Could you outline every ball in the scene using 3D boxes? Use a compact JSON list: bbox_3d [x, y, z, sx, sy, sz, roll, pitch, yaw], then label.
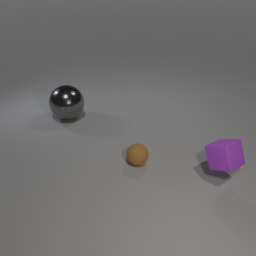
[{"bbox_3d":[0.297,0.828,8.767,0.700,0.700,0.700,0,30,0],"label":"ball"},{"bbox_3d":[-2.456,-1.019,11.241,1.400,1.400,1.400,0,30,0],"label":"ball"}]

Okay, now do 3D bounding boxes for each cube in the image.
[{"bbox_3d":[2.632,0.725,7.603,0.700,0.700,0.700,-18,7,-35],"label":"cube"}]
